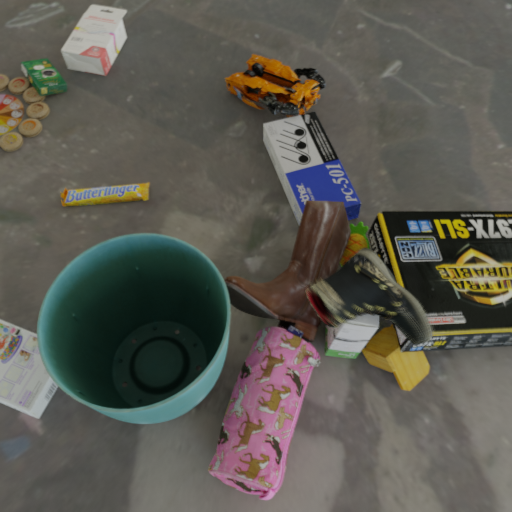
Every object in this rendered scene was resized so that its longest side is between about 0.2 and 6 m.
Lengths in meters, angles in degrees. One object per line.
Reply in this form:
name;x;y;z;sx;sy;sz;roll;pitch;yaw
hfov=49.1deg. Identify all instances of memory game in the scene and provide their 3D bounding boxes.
memory game;-5.786;-3.124;12.327;2.446;0.156;2.446;0;59;0

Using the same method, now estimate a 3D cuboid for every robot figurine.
robot figurine;0.464;-3.676;12.258;2.119;0.617;1.536;31;66;25

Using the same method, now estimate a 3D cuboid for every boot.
boot;1.618;0.811;8.136;1.256;0.600;1.663;-29;73;-25
boot;0.600;-0.067;9.337;0.790;2.291;2.459;8;70;46

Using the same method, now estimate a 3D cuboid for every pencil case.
pencil case;0.160;2.362;8.625;1.050;1.097;2.536;35;59;-22

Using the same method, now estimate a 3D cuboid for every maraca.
maraca;1.813;-0.167;10.341;0.659;0.514;0.961;-8;66;40

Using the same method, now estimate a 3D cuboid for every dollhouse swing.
dollhouse swing;2.365;1.730;9.423;0.836;0.735;0.760;-32;26;-29

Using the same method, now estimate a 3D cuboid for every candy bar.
candy bar;-3.018;-1.218;11.195;1.779;0.197;0.444;-5;59;-3

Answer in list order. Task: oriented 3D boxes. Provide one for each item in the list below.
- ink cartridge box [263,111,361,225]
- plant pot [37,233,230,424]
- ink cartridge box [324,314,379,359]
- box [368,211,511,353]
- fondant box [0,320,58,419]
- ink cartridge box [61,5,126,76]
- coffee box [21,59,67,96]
ink cartridge box;1.067;-1.738;11.283;1.183;0.556;2.516;-15;61;-8
plant pot;-1.640;1.320;8.571;2.652;2.128;2.652;-1;60;1
ink cartridge box;1.551;0.956;9.187;0.591;1.401;1.023;9;60;-2
box;3.666;0.361;9.663;3.019;0.745;2.410;-1;55;-11
fondant box;-4.021;1.817;9.259;1.599;0.466;1.154;20;62;10
ink cartridge box;-3.743;-5.129;13.255;1.000;0.579;1.717;13;62;8
coffee box;-4.832;-4.069;12.745;0.656;0.235;1.068;-24;61;-33
